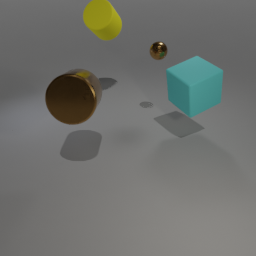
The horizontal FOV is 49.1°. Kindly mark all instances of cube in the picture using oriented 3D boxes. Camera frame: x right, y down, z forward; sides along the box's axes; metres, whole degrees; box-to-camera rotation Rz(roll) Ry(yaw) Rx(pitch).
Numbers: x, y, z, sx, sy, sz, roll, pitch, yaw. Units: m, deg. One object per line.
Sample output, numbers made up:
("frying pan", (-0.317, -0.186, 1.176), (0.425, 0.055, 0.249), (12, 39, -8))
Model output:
("cube", (2.359, -1.495, 10.041), (1.400, 1.400, 1.400), (-26, 43, -15))

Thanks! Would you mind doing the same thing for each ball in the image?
("ball", (1.181, -2.981, 10.830), (0.700, 0.700, 0.700), (0, 29, 0))

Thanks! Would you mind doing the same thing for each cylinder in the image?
("cylinder", (-1.519, -0.949, 8.147), (1.400, 1.400, 1.400), (1, 18, 1))
("cylinder", (-1.127, -4.875, 12.698), (1.400, 1.400, 1.400), (9, 1, 15))
